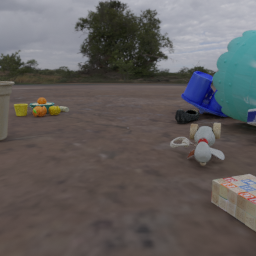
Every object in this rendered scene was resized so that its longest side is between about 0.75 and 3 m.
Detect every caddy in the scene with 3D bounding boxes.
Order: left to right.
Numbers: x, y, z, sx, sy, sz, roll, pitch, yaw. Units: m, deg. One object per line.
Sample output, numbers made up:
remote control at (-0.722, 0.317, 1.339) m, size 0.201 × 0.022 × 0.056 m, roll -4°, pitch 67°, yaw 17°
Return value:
caddy at (3.215, -1.234, 11.105) m, size 1.961 × 1.456 × 2.774 m, roll 26°, pitch 20°, yaw 13°

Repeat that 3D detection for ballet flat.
ballet flat at (2.079, -0.480, 9.560) m, size 0.555 × 0.475 × 1.671 m, roll 6°, pitch 12°, yaw 28°

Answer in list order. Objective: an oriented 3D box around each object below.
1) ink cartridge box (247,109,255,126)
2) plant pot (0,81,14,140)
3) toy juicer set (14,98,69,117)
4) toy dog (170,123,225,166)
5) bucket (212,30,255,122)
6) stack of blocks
ink cartridge box at (4.163, -0.125, 6.284) m, size 2.011 × 0.408 × 2.007 m, roll 11°, pitch -7°, yaw -22°
plant pot at (-3.477, -0.397, 6.708) m, size 1.518 × 1.390 × 1.518 m, roll 0°, pitch 11°, yaw 0°
toy juicer set at (-3.258, -0.905, 11.353) m, size 1.499 × 0.641 × 2.356 m, roll 4°, pitch 11°, yaw 23°
toy dog at (1.409, 0.366, 5.261) m, size 0.839 × 0.613 × 1.272 m, roll 10°, pitch 29°, yaw 38°
bucket at (4.119, -1.319, 8.004) m, size 2.889 × 2.889 × 1.879 m, roll -4°, pitch 21°, yaw -21°
stack of blocks at (1.481, 0.848, 3.104) m, size 0.585 × 0.298 × 1.016 m, roll -4°, pitch 12°, yaw -19°
